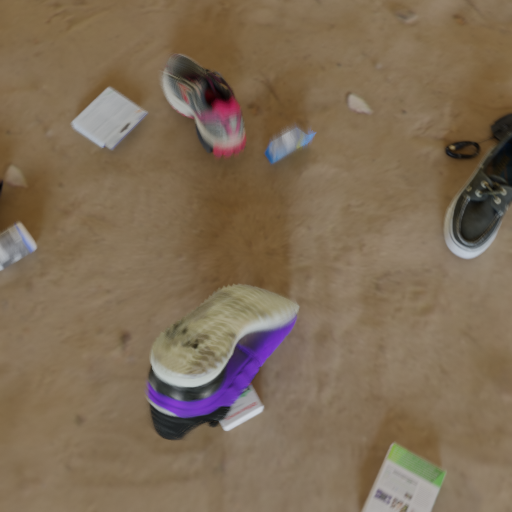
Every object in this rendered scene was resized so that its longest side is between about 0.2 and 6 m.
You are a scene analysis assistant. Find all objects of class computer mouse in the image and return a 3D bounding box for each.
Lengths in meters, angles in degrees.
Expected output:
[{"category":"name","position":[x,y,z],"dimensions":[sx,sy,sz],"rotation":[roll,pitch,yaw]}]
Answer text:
[{"category":"computer mouse","position":[4.655,-2.409,11.119],"dimensions":[1.969,0.335,0.577],"rotation":[-24,70,-10]}]

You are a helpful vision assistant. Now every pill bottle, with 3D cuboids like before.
[{"category":"pill bottle","position":[-4.493,-0.108,9.994],"dimensions":[0.978,0.557,0.557],"rotation":[-34,71,-14]}]

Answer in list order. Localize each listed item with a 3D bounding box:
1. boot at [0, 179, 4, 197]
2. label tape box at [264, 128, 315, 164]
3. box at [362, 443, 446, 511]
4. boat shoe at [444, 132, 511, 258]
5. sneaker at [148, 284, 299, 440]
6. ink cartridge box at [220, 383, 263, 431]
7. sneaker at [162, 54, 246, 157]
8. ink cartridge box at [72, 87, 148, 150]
[{"category":"boot","position":[-5.875,-1.517,10.554],"dimensions":[2.189,0.952,2.632],"rotation":[6,68,-7]},{"category":"label tape box","position":[0.645,-2.194,10.831],"dimensions":[0.888,0.641,0.281],"rotation":[-32,89,-14]},{"category":"box","position":[2.243,3.654,8.555],"dimensions":[0.901,0.227,1.248],"rotation":[27,71,11]},{"category":"boat shoe","position":[4.311,-1.226,10.354],"dimensions":[0.948,0.782,2.762],"rotation":[29,70,12]},{"category":"sneaker","position":[-0.525,1.608,8.547],"dimensions":[1.183,1.692,3.403],"rotation":[22,24,24]},{"category":"ink cartridge box","position":[-0.417,2.214,9.068],"dimensions":[0.703,0.408,0.971],"rotation":[-27,69,-11]},{"category":"sneaker","position":[-0.962,-3.174,10.899],"dimensions":[1.121,1.038,2.781],"rotation":[-23,56,-20]},{"category":"ink cartridge box","position":[-2.926,-2.726,11.301],"dimensions":[1.123,0.228,1.121],"rotation":[35,72,15]}]
